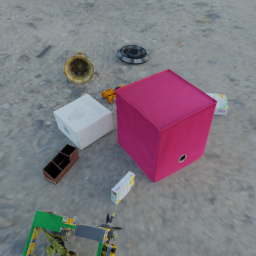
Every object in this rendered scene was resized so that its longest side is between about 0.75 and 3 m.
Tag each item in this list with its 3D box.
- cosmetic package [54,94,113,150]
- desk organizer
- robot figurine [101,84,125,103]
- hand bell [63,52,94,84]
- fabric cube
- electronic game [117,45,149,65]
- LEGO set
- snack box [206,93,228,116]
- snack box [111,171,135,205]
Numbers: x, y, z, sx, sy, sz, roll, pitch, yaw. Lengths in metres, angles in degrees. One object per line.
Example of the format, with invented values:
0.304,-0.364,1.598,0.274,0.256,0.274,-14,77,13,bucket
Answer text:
-1.482,-0.248,9.481,1.401,0.861,1.397,-34,53,-25,cosmetic package
-1.992,1.060,8.405,0.432,0.464,1.206,20,47,20,desk organizer
-0.419,-1.385,11.116,1.153,0.336,0.836,-26,50,-25,robot figurine
-2.144,-2.993,12.513,1.254,1.254,2.409,-4,32,-5,hand bell
1.046,-0.122,8.457,2.109,2.143,2.150,-24,48,-24,fabric cube
0.251,-3.514,13.393,1.562,0.325,1.562,4,46,-4,electronic game
-1.289,2.735,6.373,2.242,1.299,1.724,2,72,7,LEGO set
3.051,-0.937,10.623,1.321,0.350,0.940,7,43,7,snack box
-0.133,1.643,7.699,0.214,0.575,0.808,29,49,26,snack box
